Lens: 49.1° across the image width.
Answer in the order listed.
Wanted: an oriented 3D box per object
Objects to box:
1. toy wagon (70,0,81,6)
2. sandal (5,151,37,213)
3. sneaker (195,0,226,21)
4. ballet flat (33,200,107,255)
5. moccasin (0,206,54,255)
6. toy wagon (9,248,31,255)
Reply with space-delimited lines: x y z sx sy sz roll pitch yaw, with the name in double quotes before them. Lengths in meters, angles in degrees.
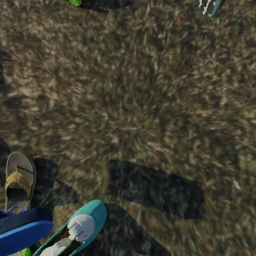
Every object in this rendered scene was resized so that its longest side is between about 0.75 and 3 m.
"toy wagon" -1.935 -5.062 9.224 2.243 0.444 1.740 24 76 6
"sandal" -2.935 1.631 7.415 0.830 0.558 2.066 1 75 0
"sneaker" 2.340 -3.424 6.052 1.260 2.843 1.093 -14 74 -12
"ballet flat" -1.451 2.794 6.960 2.432 0.856 0.819 -44 80 -10
"moccasin" -2.019 1.479 3.985 2.018 0.812 0.688 -24 55 8
"toy wagon" -3.325 3.499 6.987 1.802 0.460 2.323 -11 75 -3
